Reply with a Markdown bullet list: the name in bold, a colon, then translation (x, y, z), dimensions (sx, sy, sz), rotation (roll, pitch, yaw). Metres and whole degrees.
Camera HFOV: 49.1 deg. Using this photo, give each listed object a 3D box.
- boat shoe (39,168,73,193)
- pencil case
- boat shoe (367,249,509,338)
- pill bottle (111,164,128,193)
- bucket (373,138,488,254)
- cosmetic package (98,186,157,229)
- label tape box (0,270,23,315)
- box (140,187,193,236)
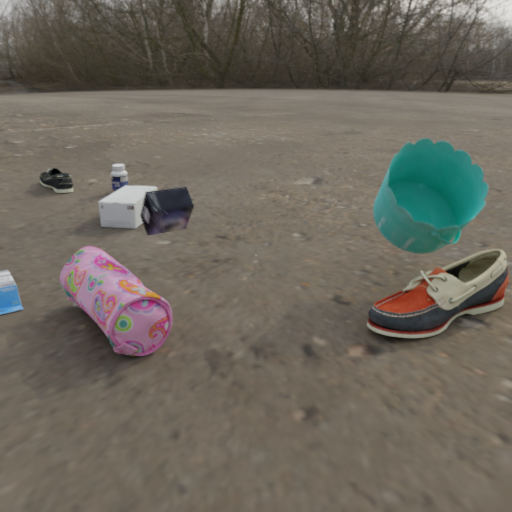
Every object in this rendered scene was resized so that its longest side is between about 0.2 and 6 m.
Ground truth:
- **boat shoe**: translation (-5.708, -2.235, 15.993), dimensions (0.635, 0.598, 1.769), rotation (-17, 26, -35)
- **pencil case**: translation (-2.094, 0.621, 8.125), dimensions (0.984, 0.984, 2.252), rotation (-15, 26, -33)
- **boat shoe**: translation (2.786, 0.541, 8.456), dimensions (2.682, 0.839, 0.955), rotation (-12, 26, -26)
- **pill bottle**: translation (-3.736, -2.090, 15.311), dimensions (0.438, 0.789, 0.438), rotation (0, 21, 0)
- **bucket**: translation (2.775, -0.917, 9.150), dimensions (1.707, 1.111, 1.707), rotation (2, 64, -5)
- **cosmetic package**: translation (-2.964, -1.173, 13.178), dimensions (0.886, 0.637, 1.571), rotation (4, 23, 11)
- **label tape box**: translation (-4.233, 0.612, 8.944), dimensions (0.759, 0.350, 1.060), rotation (-13, 23, -30)
- **box**: translation (-1.350, -0.676, 8.461), dimensions (0.644, 0.649, 0.400), rotation (-13, 65, -25)
